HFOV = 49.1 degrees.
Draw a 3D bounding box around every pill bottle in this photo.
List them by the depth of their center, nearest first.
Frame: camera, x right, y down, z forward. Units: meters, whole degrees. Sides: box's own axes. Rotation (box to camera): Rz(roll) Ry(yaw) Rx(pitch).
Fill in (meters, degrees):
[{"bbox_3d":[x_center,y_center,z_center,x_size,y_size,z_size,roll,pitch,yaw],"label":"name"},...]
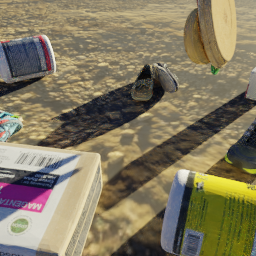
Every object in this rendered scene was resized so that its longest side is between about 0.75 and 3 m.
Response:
[{"bbox_3d":[1.990,1.694,4.756,2.632,1.480,1.480,11,36,15],"label":"pill bottle"},{"bbox_3d":[-4.307,-2.602,10.833,2.630,1.572,1.572,-18,39,-23],"label":"pill bottle"}]

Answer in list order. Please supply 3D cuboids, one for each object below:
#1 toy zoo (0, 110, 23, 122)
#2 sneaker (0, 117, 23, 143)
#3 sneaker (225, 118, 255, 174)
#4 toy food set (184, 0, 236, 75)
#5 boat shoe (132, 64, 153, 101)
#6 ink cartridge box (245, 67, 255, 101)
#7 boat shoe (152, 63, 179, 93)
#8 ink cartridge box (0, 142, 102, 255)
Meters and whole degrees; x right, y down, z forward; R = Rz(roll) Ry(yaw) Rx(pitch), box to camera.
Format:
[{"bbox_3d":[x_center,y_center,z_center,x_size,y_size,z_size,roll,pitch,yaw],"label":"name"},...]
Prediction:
[{"bbox_3d":[-4.128,-0.227,8.684,1.406,0.144,0.923,16,38,21],"label":"toy zoo"},{"bbox_3d":[-3.506,0.422,7.456,0.868,0.721,1.817,37,52,20],"label":"sneaker"},{"bbox_3d":[3.408,0.176,7.249,1.017,1.114,2.753,26,43,32],"label":"sneaker"},{"bbox_3d":[2.201,-2.766,7.206,0.650,2.673,2.646,0,-4,35],"label":"toy food set"},{"bbox_3d":[0.556,-1.674,10.306,0.767,0.656,2.094,4,35,5],"label":"boat shoe"},{"bbox_3d":[4.822,-1.735,10.058,0.602,1.037,1.438,24,42,30],"label":"ink cartridge box"},{"bbox_3d":[1.546,-1.989,10.664,0.686,0.795,2.189,-11,32,-10],"label":"boat shoe"},{"bbox_3d":[-2.204,1.467,5.405,2.973,1.117,2.449,6,34,6],"label":"ink cartridge box"}]
